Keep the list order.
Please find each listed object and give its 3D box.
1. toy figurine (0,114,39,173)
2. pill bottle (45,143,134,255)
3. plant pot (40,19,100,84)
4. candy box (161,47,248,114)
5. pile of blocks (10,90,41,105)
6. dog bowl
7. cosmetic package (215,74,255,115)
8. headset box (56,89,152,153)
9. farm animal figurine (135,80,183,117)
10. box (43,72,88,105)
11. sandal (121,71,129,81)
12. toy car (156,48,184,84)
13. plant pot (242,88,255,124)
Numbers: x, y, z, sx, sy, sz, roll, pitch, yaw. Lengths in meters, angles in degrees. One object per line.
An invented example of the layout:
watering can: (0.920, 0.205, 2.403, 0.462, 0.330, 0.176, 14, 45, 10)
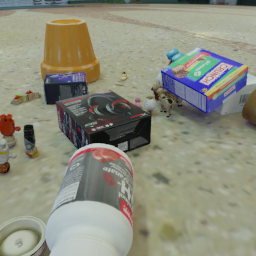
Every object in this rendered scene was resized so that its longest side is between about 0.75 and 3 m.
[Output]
toy figurine: (-3.041, 0.407, 6.905, 1.353, 0.956, 1.374, 21, 33, 23)
pill bottle: (-0.569, 1.401, 4.616, 1.321, 1.321, 2.386, 1, 29, 1)
plant pot: (-2.557, -3.378, 12.140, 2.605, 2.385, 2.605, 0, 29, 0)
candy box: (2.328, -1.562, 8.746, 1.719, 0.783, 2.033, -35, 48, -17)
pile of blocks: (-3.770, -1.189, 10.291, 0.474, 0.359, 1.155, 26, 38, 38)
dog bowl: (-1.806, 1.929, 4.672, 0.935, 0.345, 0.935, 1, 29, 0)
cosmetic package: (3.547, -1.364, 9.916, 1.664, 1.026, 1.669, -11, 30, -19)
headset box: (-0.802, -0.217, 7.926, 1.848, 0.933, 2.486, -17, 33, -28)
farm animal figurine: (1.109, -1.098, 9.569, 1.432, 0.892, 1.774, 18, 34, 30)
box: (-2.284, -1.489, 10.370, 1.540, 0.803, 1.140, -5, 30, -10)
sandal: (-0.148, -2.377, 12.511, 0.319, 0.286, 0.869, 5, 29, 10)
toy car: (1.640, -2.010, 11.121, 1.648, 1.519, 1.457, -29, 30, 7)
plant pot: (4.403, -0.413, 8.063, 1.440, 1.440, 1.545, -16, 45, -27)
